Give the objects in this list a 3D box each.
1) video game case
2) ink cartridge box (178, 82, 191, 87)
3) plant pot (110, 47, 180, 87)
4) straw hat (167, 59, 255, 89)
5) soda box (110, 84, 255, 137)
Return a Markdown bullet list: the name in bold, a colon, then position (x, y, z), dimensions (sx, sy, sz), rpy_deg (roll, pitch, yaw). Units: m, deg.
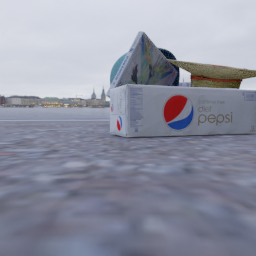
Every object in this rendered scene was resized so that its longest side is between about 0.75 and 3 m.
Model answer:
- **video game case**: position (0.466, -1.192, 7.374), dimensions (0.217, 1.796, 1.970), rpy_deg (22, -7, 41)
- **ink cartridge box**: position (3.534, -1.892, 12.851), dimensions (2.254, 0.536, 2.281), rpy_deg (2, 10, 31)
- **plant pot**: position (0.296, -1.484, 8.561), dimensions (2.184, 2.184, 1.471), rpy_deg (-2, 26, -40)
- **straw hat**: position (2.209, -1.052, 7.184), dimensions (2.656, 1.124, 2.656), rpy_deg (6, 15, -2)
- **soda box**: position (1.089, -0.315, 5.361), dimensions (2.771, 0.882, 0.944), rpy_deg (0, 2, -22)
